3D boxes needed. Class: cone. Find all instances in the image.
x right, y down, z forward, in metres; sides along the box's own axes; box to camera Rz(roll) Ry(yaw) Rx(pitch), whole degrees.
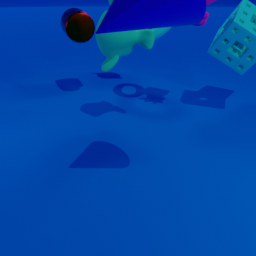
[{"bbox_3d":[0.109,-1.627,3.748,1.306,1.301,1.301,-34,31,-1],"label":"cone"}]

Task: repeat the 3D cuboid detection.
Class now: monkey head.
[{"bbox_3d":[-0.122,-2.403,7.271,1.416,1.969,1.186,28,32,36],"label":"monkey head"}]

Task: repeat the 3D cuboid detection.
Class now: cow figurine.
[{"bbox_3d":[2.040,-3.768,7.775,0.932,1.698,1.671,20,44,22],"label":"cow figurine"}]

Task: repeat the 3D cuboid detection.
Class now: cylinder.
[{"bbox_3d":[-1.815,-3.693,10.068,1.039,1.039,1.039,-10,33,-19],"label":"cylinder"}]

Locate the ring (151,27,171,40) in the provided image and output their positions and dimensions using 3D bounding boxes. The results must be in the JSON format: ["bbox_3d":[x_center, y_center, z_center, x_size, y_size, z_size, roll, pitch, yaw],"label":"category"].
[{"bbox_3d":[0.810,-3.356,9.116,1.685,0.337,1.685,-24,39,22],"label":"ring"}]

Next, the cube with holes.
[{"bbox_3d":[3.456,-2.714,8.415,1.295,1.295,1.295,33,58,-2],"label":"cube with holes"}]
